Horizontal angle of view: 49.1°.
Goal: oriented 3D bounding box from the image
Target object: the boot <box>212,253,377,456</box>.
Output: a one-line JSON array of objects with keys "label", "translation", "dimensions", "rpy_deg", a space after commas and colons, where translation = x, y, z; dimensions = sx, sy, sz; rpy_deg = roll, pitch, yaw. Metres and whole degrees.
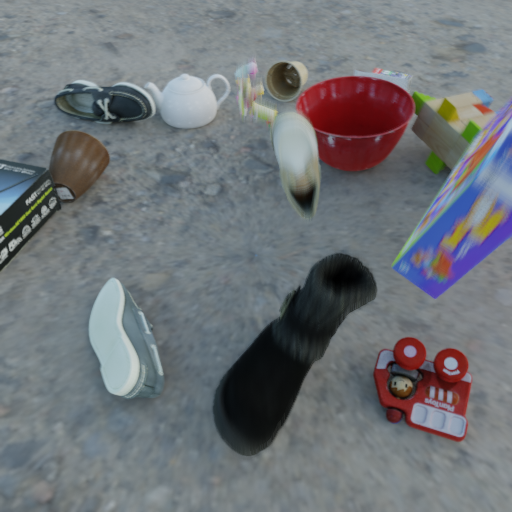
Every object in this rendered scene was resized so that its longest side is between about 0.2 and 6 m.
[{"label": "boot", "translation": [0.512, 1.136, 7.120], "dimensions": [0.957, 1.902, 2.544], "rpy_deg": [38, 37, -5]}]

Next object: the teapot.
[{"label": "teapot", "translation": [-1.630, -3.838, 13.474], "dimensions": [1.476, 1.092, 1.495], "rpy_deg": [24, 47, 23]}]

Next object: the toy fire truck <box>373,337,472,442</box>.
[{"label": "toy fire truck", "translation": [2.251, 1.815, 7.643], "dimensions": [1.332, 0.747, 1.119], "rpy_deg": [14, 63, 16]}]

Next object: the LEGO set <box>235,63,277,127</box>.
[{"label": "LEGO set", "translation": [0.053, -2.725, 10.264], "dimensions": [0.691, 1.503, 0.559], "rpy_deg": [-23, 37, 25]}]

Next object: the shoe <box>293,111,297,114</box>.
[{"label": "shoe", "translation": [1.427, -3.325, 13.339], "dimensions": [1.915, 0.511, 0.669], "rpy_deg": [-26, 48, -25]}]

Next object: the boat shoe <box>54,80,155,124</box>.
[{"label": "boat shoe", "translation": [-3.636, -3.572, 13.339], "dimensions": [2.672, 1.010, 0.806], "rpy_deg": [11, 41, 29]}]

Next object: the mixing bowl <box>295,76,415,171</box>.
[{"label": "mixing bowl", "translation": [2.073, -2.683, 11.979], "dimensions": [2.415, 1.308, 2.415], "rpy_deg": [-3, 46, 3]}]

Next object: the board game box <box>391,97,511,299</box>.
[{"label": "board game box", "translation": [3.806, -1.410, 8.653], "dimensions": [0.866, 2.601, 3.869], "rpy_deg": [37, 55, 6]}]

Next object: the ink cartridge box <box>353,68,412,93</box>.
[{"label": "ink cartridge box", "translation": [3.166, -4.320, 14.239], "dimensions": [1.404, 0.765, 0.354], "rpy_deg": [19, 46, 19]}]

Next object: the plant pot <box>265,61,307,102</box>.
[{"label": "plant pot", "translation": [0.872, -4.614, 14.515], "dimensions": [1.018, 1.018, 0.932], "rpy_deg": [18, 34, 18]}]

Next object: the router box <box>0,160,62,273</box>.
[{"label": "router box", "translation": [-5.664, -0.825, 10.241], "dimensions": [3.208, 0.997, 2.404], "rpy_deg": [12, 44, 12]}]

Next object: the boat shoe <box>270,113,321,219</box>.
[{"label": "boat shoe", "translation": [0.724, -1.402, 9.030], "dimensions": [0.738, 1.975, 0.675], "rpy_deg": [-15, 52, 8]}]

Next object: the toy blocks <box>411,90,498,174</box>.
[{"label": "toy blocks", "translation": [4.809, -2.456, 11.850], "dimensions": [2.001, 1.462, 2.927], "rpy_deg": [-18, 58, -27]}]

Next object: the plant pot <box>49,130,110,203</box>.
[{"label": "plant pot", "translation": [-3.673, -1.684, 11.233], "dimensions": [1.131, 1.131, 1.210], "rpy_deg": [6, 53, 6]}]

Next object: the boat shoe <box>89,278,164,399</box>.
[{"label": "boat shoe", "translation": [-1.934, 1.227, 8.399], "dimensions": [0.720, 0.849, 2.332], "rpy_deg": [29, 18, -36]}]
